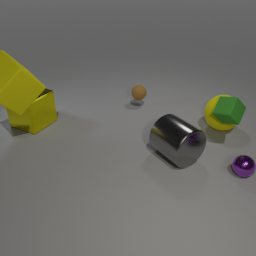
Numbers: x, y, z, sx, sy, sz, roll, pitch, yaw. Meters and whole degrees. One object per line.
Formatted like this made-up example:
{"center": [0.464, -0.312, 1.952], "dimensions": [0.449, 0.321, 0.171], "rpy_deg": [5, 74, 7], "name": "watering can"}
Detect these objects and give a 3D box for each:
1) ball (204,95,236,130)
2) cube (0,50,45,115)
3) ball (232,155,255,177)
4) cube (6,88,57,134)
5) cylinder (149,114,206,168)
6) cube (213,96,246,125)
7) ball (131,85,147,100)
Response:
{"center": [3.736, -0.601, 11.037], "dimensions": [1.400, 1.400, 1.400], "rpy_deg": [0, 32, 0], "name": "ball"}
{"center": [-4.123, -1.572, 9.896], "dimensions": [1.400, 1.400, 1.400], "rpy_deg": [40, 88, 27], "name": "cube"}
{"center": [3.690, 1.208, 8.923], "dimensions": [0.700, 0.700, 0.700], "rpy_deg": [0, 32, 0], "name": "ball"}
{"center": [-3.960, -0.810, 11.507], "dimensions": [1.400, 1.400, 1.400], "rpy_deg": [16, 35, 23], "name": "cube"}
{"center": [1.677, 0.413, 9.543], "dimensions": [1.400, 1.400, 1.400], "rpy_deg": [-20, 37, -29], "name": "cylinder"}
{"center": [3.471, -0.605, 9.593], "dimensions": [0.700, 0.700, 0.700], "rpy_deg": [12, 71, 52], "name": "cube"}
{"center": [0.510, -1.637, 12.916], "dimensions": [0.700, 0.700, 0.700], "rpy_deg": [0, 32, 0], "name": "ball"}
